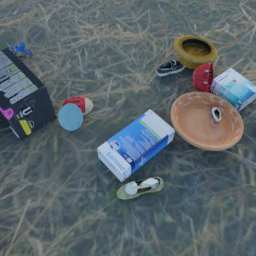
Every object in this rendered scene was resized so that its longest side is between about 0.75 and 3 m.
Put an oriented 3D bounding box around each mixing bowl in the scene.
[{"bbox_3d":[2.994,-1.992,11.278,0.682,1.258,1.258,5,55,23],"label":"mixing bowl"}]

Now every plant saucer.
[{"bbox_3d":[2.848,-0.232,10.292,2.662,0.498,2.662,4,53,-5],"label":"plant saucer"},{"bbox_3d":[-2.125,-0.410,10.528,1.010,0.194,1.010,1,95,14],"label":"plant saucer"}]

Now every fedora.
[{"bbox_3d":[2.820,-3.164,12.070,2.054,0.838,2.054,7,49,-8],"label":"fedora"}]

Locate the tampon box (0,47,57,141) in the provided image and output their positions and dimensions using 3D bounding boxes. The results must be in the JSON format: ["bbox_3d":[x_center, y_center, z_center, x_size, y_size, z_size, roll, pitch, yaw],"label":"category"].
[{"bbox_3d":[-4.137,-1.243,10.225,1.637,1.943,2.593,-37,64,-21],"label":"tampon box"}]

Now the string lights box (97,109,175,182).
[{"bbox_3d":[0.300,0.558,9.779,2.488,0.734,1.278,-36,63,-22],"label":"string lights box"}]

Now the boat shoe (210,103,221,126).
[{"bbox_3d":[3.296,-0.568,10.493,0.374,0.329,1.052,10,50,1],"label":"boat shoe"}]

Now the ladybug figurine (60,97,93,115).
[{"bbox_3d":[-2.004,-0.881,10.895,1.261,0.454,0.856,-7,57,-4],"label":"ladybug figurine"}]

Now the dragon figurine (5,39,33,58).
[{"bbox_3d":[-4.890,-3.581,12.666,0.756,0.448,1.521,-35,64,-20],"label":"dragon figurine"}]

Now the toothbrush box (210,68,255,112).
[{"bbox_3d":[4.254,-1.549,11.212,1.110,0.647,1.516,-32,61,-21],"label":"toothbrush box"}]

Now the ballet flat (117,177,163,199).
[{"bbox_3d":[0.387,1.898,9.049,1.568,0.554,0.554,-11,57,-7],"label":"ballet flat"}]

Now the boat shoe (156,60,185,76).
[{"bbox_3d":[1.899,-2.652,12.035,1.449,0.461,0.512,-23,60,-17],"label":"boat shoe"}]
